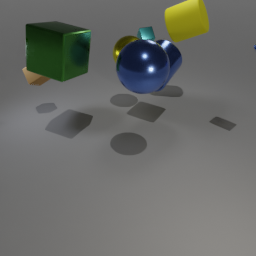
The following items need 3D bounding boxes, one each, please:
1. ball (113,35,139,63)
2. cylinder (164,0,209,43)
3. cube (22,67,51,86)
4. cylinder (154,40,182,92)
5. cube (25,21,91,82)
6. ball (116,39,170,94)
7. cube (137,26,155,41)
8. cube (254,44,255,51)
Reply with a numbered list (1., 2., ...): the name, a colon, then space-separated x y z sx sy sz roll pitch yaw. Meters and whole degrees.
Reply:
1. ball: 0.070 -3.033 11.406 1.400 1.400 1.400 0 31 0
2. cylinder: 2.390 -4.353 11.326 1.400 1.400 1.400 -10 24 30
3. cube: -3.650 -2.186 11.286 0.700 0.700 0.700 -26 -4 21
4. cylinder: 1.105 -2.330 10.507 1.400 1.400 1.400 20 58 30
5. cube: -2.132 -2.401 8.650 1.400 1.400 1.400 20 30 19
6. ball: 0.386 -1.587 7.305 1.400 1.400 1.400 0 31 0
7. cube: 0.927 -4.744 14.547 0.700 0.700 0.700 -13 -9 -12
8. cube: 4.425 -2.432 8.512 0.700 0.700 0.700 -38 15 -24
